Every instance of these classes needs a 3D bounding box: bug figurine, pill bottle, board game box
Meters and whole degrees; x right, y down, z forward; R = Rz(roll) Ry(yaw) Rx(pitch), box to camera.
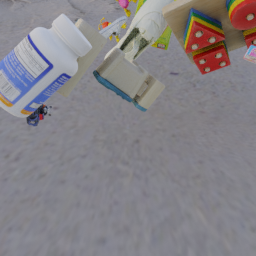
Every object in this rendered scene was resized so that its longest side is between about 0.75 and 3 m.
[{"bbox_3d":[-0.388,-4.162,10.046,0.571,2.220,1.721,12,32,-26],"label":"bug figurine"},{"bbox_3d":[-1.373,-0.988,4.429,1.605,0.899,0.899,-40,42,8],"label":"pill bottle"},{"bbox_3d":[2.876,-1.365,5.688,0.955,0.193,0.731,26,13,13],"label":"board game box"},{"bbox_3d":[0.984,-3.937,9.053,1.270,2.501,0.595,15,-3,4],"label":"board game box"}]

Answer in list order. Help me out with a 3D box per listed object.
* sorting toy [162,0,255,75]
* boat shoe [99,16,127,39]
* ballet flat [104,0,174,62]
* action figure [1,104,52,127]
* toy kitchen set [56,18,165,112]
[{"bbox_3d":[2.539,-2.563,7.364,2.485,2.470,0.865,-16,62,26],"label":"sorting toy"},{"bbox_3d":[-0.338,-2.576,7.443,0.938,0.400,0.346,-37,5,-13],"label":"boat shoe"},{"bbox_3d":[0.327,-2.497,7.924,0.970,2.795,0.970,34,30,-23],"label":"ballet flat"},{"bbox_3d":[-2.250,-0.529,6.309,1.090,1.127,0.589,15,60,-20],"label":"action figure"},{"bbox_3d":[-0.570,-1.185,6.117,2.252,1.327,1.804,33,13,-29],"label":"toy kitchen set"}]
